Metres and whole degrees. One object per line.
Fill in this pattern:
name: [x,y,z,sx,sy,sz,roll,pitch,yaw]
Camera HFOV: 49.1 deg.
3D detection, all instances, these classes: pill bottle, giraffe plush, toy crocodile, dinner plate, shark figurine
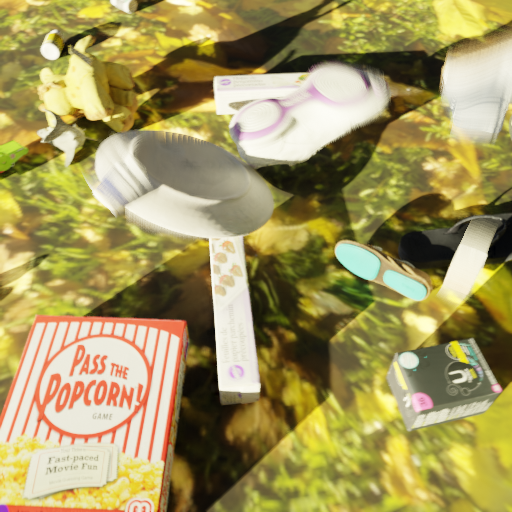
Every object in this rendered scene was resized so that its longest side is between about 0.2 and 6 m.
pill bottle: [-2.056,-1.113,8.497,0.787,0.437,0.437,-48,60,4]
giraffe plush: [-3.640,-3.325,11.542,1.599,1.971,1.701,-16,53,27]
toy crocodile: [-5.247,-1.656,10.711,0.635,0.581,1.881,30,52,23]
pill bottle: [-4.904,-5.133,13.576,0.416,0.416,0.739,0,52,0]
pill bottle: [-3.524,-6.740,14.918,0.653,0.369,0.369,32,58,24]
dinner plate: [-1.153,-1.457,9.842,3.218,0.390,3.218,15,35,-11]
shark figurine: [-3.657,-2.157,10.849,1.171,1.960,0.818,15,88,-24]

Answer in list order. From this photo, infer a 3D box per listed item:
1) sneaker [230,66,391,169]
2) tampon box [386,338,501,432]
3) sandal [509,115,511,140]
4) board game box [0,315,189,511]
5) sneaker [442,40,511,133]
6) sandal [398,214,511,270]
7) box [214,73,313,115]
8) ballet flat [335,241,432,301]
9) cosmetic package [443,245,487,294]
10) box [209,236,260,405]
sneaker: [0.994,-2.490,10.308,2.974,1.481,1.113,-19,63,0]
tampon box: [2.551,1.772,7.745,1.164,0.735,0.873,-10,52,-8]
sandal: [6.008,-2.124,10.838,2.367,0.940,0.675,34,63,13]
board game box: [-2.165,2.206,7.416,2.219,0.678,2.929,1,51,1]
sneaker: [4.437,-2.943,9.568,2.378,1.290,0.834,-15,34,7]
sandal: [3.645,-0.278,9.554,2.404,0.515,0.914,-13,52,-10]
box: [0.662,-3.539,12.143,3.091,0.641,0.598,-4,50,-2]
ballet flat: [2.130,0.162,9.240,1.682,0.571,0.609,26,35,19]
cosmetic package: [3.217,0.224,8.663,0.429,0.830,0.362,25,70,21]
box: [-0.370,0.813,8.627,0.563,0.603,2.908,-5,50,-4]
